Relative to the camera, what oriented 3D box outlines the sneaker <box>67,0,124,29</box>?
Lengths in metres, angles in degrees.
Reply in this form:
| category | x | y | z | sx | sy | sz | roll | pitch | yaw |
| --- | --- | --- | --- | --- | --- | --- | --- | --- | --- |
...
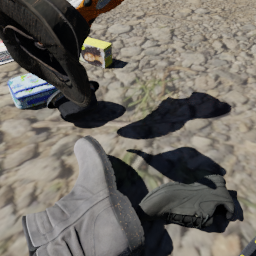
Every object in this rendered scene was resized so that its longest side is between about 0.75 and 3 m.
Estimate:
| category | x | y | z | sx | sy | sz | roll | pitch | yaw |
| --- | --- | --- | --- | --- | --- | --- | --- | --- | --- |
| sneaker | -1.337 | -2.689 | 6.098 | 2.923 | 1.107 | 1.345 | -42 | 65 | -7 |

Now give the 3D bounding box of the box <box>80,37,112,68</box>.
| category | x | y | z | sx | sy | sz | roll | pitch | yaw |
| --- | --- | --- | --- | --- | --- | --- | --- | --- | --- |
| box | -1.637 | -2.923 | 10.343 | 2.184 | 0.822 | 0.547 | 21 | 46 | 23 |

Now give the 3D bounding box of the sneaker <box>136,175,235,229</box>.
| category | x | y | z | sx | sy | sz | roll | pitch | yaw |
| --- | --- | --- | --- | --- | --- | --- | --- | --- | --- |
| sneaker | 1.174 | 1.542 | 5.485 | 2.027 | 0.770 | 0.920 | -11 | 49 | -10 |

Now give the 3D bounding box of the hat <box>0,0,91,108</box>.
| category | x | y | z | sx | sy | sz | roll | pitch | yaw |
| --- | --- | --- | --- | --- | --- | --- | --- | --- | --- |
| hat | -1.221 | -1.487 | 4.463 | 2.455 | 2.455 | 0.990 | 28 | 71 | 28 |

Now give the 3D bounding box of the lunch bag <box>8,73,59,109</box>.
| category | x | y | z | sx | sy | sz | roll | pitch | yaw |
| --- | --- | --- | --- | --- | --- | --- | --- | --- | --- |
| lunch bag | -2.840 | -1.215 | 8.624 | 1.463 | 0.603 | 1.176 | -20 | 49 | -19 |

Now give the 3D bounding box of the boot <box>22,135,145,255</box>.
| category | x | y | z | sx | sy | sz | roll | pitch | yaw |
| --- | --- | --- | --- | --- | --- | --- | --- | --- | --- |
| boot | -1.123 | 1.408 | 5.432 | 1.958 | 1.038 | 2.974 | -19 | 42 | -16 |

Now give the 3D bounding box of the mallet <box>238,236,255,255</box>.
| category | x | y | z | sx | sy | sz | roll | pitch | yaw |
| --- | --- | --- | --- | --- | --- | --- | --- | --- | --- |
| mallet | 2.522 | 1.957 | 5.354 | 1.663 | 0.342 | 0.548 | -26 | 48 | -20 |

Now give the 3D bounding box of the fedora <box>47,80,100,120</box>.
| category | x | y | z | sx | sy | sz | roll | pitch | yaw |
| --- | --- | --- | --- | --- | --- | --- | --- | --- | --- |
| fedora | -1.394 | -0.675 | 7.772 | 1.595 | 1.595 | 0.728 | -23 | 81 | -23 |

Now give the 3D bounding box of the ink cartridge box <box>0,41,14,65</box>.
| category | x | y | z | sx | sy | sz | roll | pitch | yaw |
| --- | --- | --- | --- | --- | --- | --- | --- | --- | --- |
| ink cartridge box | -4.821 | -2.836 | 10.551 | 0.677 | 0.392 | 1.162 | -28 | 49 | -28 |
